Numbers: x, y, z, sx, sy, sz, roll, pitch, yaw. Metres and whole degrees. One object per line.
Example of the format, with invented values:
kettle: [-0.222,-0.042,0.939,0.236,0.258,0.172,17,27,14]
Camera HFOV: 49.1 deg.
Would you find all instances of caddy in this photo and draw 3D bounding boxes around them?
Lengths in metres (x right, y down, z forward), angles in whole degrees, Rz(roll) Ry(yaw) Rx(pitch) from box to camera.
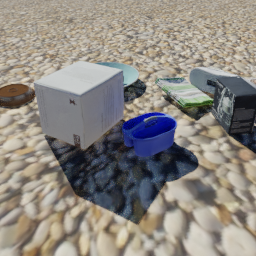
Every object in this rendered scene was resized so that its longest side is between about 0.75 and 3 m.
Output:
caddy: [0.558,0.064,7.233,1.504,0.790,1.063,-21,39,-29]

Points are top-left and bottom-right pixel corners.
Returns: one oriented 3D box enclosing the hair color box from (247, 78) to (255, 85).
hair color box: [5.004,-1.326,9.509,2.045,0.619,1.023,-13,35,-19]

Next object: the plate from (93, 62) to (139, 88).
plate: [-0.884,-1.905,10.648,2.636,0.337,2.636,-1,33,1]

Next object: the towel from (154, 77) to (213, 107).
towel: [1.911,-1.282,9.521,1.347,0.277,1.806,-10,37,-27]

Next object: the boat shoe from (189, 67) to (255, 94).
boat shoe: [3.405,-1.401,9.335,1.029,1.045,2.948,-17,32,-28]

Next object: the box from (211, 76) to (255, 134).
box: [3.017,-0.668,7.951,0.767,1.217,1.238,-5,33,-7]

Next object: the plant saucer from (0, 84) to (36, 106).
plant saucer: [-3.941,-1.201,9.650,1.470,0.269,1.470,0,32,0]

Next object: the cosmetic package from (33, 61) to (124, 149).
cosmetic package: [-1.249,-0.720,7.700,1.572,1.570,1.905,18,36,26]
